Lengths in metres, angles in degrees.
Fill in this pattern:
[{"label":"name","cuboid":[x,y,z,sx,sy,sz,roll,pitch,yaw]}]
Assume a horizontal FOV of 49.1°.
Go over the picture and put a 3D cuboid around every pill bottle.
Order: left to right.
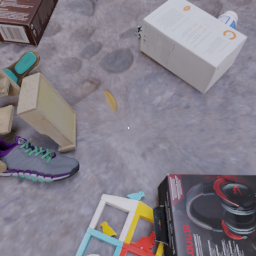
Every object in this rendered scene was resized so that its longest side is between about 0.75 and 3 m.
[{"label":"pill bottle","cuboid":[3.467,-3.631,10.171,0.763,0.763,1.360,30,63,16]}]

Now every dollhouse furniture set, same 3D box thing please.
[{"label":"dollhouse furniture set","cuboid":[-3.220,-0.063,7.799,2.989,1.945,2.746,-16,54,14]}]

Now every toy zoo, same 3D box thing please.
[{"label":"toy zoo","cuboid":[-0.138,2.834,6.656,1.880,0.293,2.865,19,62,11]}]

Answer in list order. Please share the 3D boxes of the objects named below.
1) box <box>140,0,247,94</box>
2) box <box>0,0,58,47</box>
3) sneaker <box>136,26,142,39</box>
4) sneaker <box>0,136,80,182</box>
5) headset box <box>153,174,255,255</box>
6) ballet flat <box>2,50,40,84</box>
[{"label":"box","cuboid":[2.036,-2.785,9.229,2.815,1.372,1.751,40,67,17]},{"label":"box","cuboid":[-3.777,-4.512,10.510,1.472,1.102,2.940,8,62,5]},{"label":"sneaker","cuboid":[0.620,-3.427,10.184,0.319,0.520,0.799,-39,67,-19]},{"label":"sneaker","cuboid":[-2.483,0.752,7.310,2.387,1.045,0.888,2,27,1]},{"label":"headset box","cuboid":[1.938,2.193,6.390,2.805,1.052,2.085,2,59,-8]},{"label":"ballet flat","cuboid":[-3.575,-1.815,9.047,1.929,0.698,0.654,-38,99,10]}]
